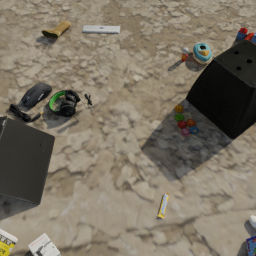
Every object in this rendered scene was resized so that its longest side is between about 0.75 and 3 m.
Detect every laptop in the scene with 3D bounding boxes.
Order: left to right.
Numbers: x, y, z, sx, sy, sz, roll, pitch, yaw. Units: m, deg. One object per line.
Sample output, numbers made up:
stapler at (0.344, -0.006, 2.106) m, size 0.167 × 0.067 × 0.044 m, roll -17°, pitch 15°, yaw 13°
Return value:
laptop at (-4.325, 1.131, 9.491) m, size 2.796 × 1.620 × 2.618 m, roll -6°, pitch 56°, yaw 15°

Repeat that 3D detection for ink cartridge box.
ink cartridge box at (-2.412, 3.562, 8.103) m, size 0.580 × 0.334 × 0.799 m, roll -33°, pitch 57°, yaw -30°

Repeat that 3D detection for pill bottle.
pill bottle at (-3.886, 3.633, 7.847) m, size 0.838 × 0.838 × 1.505 m, roll 21°, pitch 60°, yaw 13°

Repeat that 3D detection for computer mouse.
computer mouse at (-3.694, -1.100, 11.175) m, size 1.341 × 0.440 × 1.910 m, roll 38°, pitch 65°, yaw 23°

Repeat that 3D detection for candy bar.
candy bar at (1.156, 2.481, 9.042) m, size 0.214 × 0.095 × 0.858 m, roll 16°, pitch 59°, yaw 10°

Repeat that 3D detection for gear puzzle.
gear puzzle at (2.215, -0.348, 10.825) m, size 0.779 × 0.197 × 1.504 m, roll -12°, pitch 58°, yaw -8°

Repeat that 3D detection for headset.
headset at (-2.273, -1.051, 10.882) m, size 1.868 × 0.878 × 1.154 m, roll 5°, pitch 57°, yaw 17°

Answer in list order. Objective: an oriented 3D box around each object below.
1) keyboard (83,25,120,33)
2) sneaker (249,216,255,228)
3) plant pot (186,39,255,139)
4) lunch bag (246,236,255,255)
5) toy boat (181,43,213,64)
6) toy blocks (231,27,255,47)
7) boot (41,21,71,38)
keyboard at (-1.321, -4.900, 13.887) m, size 1.822 × 0.097 × 0.513 m, roll 2°, pitch 52°, yaw 1°
sneaker at (4.121, 2.996, 8.512) m, size 0.333 × 0.392 × 0.885 m, roll -33°, pitch 64°, yaw -23°
plant pot at (4.092, -1.642, 10.432) m, size 2.591 × 2.299 × 2.585 m, roll -33°, pitch 62°, yaw -19°
lunch bag at (4.408, 3.821, 7.829) m, size 1.779 × 0.837 × 1.339 m, roll 11°, pitch 54°, yaw -4°
toy boat at (3.079, -3.358, 12.522) m, size 1.407 × 0.654 × 1.183 m, roll -9°, pitch 58°, yaw -6°
toy blocks at (5.473, -3.387, 11.849) m, size 2.640 × 1.805 × 1.319 m, roll 28°, pitch 61°, yaw 18°
boot at (-3.494, -4.848, 13.700) m, size 1.021 × 0.386 × 1.166 m, roll 18°, pitch 54°, yaw 13°
